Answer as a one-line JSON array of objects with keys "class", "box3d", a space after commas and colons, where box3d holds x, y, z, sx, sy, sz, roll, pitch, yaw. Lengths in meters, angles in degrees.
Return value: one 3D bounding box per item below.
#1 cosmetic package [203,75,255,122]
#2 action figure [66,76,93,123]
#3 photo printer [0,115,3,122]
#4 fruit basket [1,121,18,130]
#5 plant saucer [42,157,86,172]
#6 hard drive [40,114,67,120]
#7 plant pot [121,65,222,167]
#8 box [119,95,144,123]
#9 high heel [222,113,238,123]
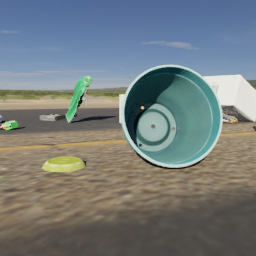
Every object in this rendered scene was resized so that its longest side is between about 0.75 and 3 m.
[{"class": "cosmetic package", "box3d": [4.984, -1.469, 14.466, 2.555, 1.570, 2.547, 21, -9, -41]}, {"class": "action figure", "box3d": [-2.222, -1.531, 13.091, 0.720, 1.554, 2.631, 10, -34, -23]}, {"class": "photo printer", "box3d": [-6.848, -0.440, 13.614, 1.236, 0.429, 1.028, 2, 6, 12]}, {"class": "fruit basket", "box3d": [-4.846, -0.100, 11.165, 0.763, 0.358, 0.707, -1, 6, 16]}, {"class": "plant saucer", "box3d": [-1.251, 0.692, 5.506, 0.833, 0.129, 0.833, 1, 7, 0]}, {"class": "hard drive", "box3d": [-4.103, -0.615, 15.735, 1.015, 0.275, 1.453, 2, 7, 20]}, {"class": "plant pot", "box3d": [0.686, -0.120, 5.919, 1.891, 1.891, 1.777, -1, -8, -9]}, {"class": "box", "box3d": [0.604, -0.902, 13.357, 1.838, 1.400, 0.977, -3, 7, -22]}, {"class": "high heel", "box3d": [4.886, -0.415, 14.196, 0.949, 0.475, 1.331, 21, -7, -6]}]
